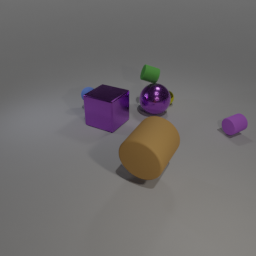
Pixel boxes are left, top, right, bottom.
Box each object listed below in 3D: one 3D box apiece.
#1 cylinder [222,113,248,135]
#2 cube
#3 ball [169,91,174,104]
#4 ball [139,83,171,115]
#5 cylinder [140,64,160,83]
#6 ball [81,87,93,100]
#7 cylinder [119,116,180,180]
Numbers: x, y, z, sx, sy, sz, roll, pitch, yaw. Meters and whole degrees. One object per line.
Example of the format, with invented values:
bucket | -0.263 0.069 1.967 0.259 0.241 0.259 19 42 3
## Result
cylinder | 4.187 -0.147 11.010 0.700 0.700 0.700 -19 35 -22
cube | -0.873 -0.862 11.795 1.400 1.400 1.400 16 34 25
ball | 1.873 -1.463 13.514 0.700 0.700 0.700 0 30 0
ball | 1.209 -1.299 12.553 1.400 1.400 1.400 0 30 0
cylinder | 0.997 -2.436 12.653 0.700 0.700 0.700 15 28 -14
ball | -1.785 -1.519 12.761 0.700 0.700 0.700 0 30 0
cylinder | 0.654 0.576 8.337 1.400 1.400 1.400 16 39 25
